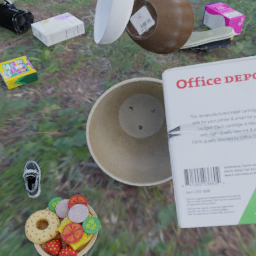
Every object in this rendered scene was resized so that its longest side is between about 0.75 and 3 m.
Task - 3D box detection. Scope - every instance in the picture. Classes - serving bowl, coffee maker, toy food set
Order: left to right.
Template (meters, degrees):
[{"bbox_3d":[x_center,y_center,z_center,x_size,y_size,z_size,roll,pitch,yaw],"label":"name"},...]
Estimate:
[{"bbox_3d":[-5.361,-4.894,12.725,1.637,1.103,1.573,28,74,26],"label":"coffee maker"},{"bbox_3d":[-1.376,2.165,6.187,1.486,0.362,1.471,35,55,30],"label":"toy food set"},{"bbox_3d":[-0.245,-2.444,5.602,0.522,1.588,1.588,7,43,-18],"label":"serving bowl"}]

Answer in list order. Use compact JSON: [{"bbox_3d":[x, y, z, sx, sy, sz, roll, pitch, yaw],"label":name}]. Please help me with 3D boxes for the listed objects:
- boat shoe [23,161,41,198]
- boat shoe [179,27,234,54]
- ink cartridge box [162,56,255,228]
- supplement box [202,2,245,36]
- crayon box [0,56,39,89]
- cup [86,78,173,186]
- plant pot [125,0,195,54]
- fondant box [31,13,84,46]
[{"bbox_3d":[-2.456,1.222,7.094,0.408,0.377,1.105,-9,46,-8],"label":"boat shoe"},{"bbox_3d":[3.041,-3.483,11.446,2.433,0.757,0.908,-6,49,15],"label":"boat shoe"},{"bbox_3d":[1.582,0.225,4.631,1.797,1.035,2.462,-6,87,8],"label":"ink cartridge box"},{"bbox_3d":[4.310,-4.927,12.732,0.888,0.869,1.718,-19,49,-18],"label":"supplement box"},{"bbox_3d":[-4.066,-2.061,10.295,1.103,0.373,1.278,-25,51,-21],"label":"crayon box"},{"bbox_3d":[0.355,-0.098,7.204,2.594,2.594,1.855,1,17,1],"label":"cup"},{"bbox_3d":[0.744,-3.107,8.170,1.987,1.987,2.126,19,24,18],"label":"plant pot"},{"bbox_3d":[-3.107,-4.417,12.466,1.892,0.551,1.365,-30,53,-27],"label":"fondant box"}]
